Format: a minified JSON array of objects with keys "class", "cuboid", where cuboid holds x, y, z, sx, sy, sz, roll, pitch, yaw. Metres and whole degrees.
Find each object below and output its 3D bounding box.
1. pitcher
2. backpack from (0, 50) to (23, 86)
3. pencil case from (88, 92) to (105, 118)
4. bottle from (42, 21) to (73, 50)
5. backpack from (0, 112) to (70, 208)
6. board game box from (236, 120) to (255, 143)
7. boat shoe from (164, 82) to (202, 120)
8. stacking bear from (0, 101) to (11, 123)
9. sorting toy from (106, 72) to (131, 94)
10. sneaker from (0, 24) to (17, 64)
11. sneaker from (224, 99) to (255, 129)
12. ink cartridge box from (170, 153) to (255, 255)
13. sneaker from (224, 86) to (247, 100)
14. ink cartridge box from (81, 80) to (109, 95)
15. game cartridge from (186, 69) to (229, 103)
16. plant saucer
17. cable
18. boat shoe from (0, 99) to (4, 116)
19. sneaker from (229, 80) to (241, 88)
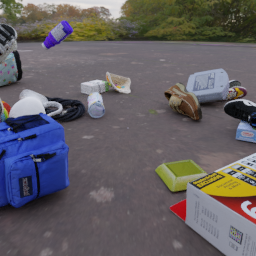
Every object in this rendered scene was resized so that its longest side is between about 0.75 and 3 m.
[{"class":"pitcher","cuboid":[-3.246,-0.531,9.980,1.645,1.162,1.917,8,32,-11]},{"class":"backpack","cuboid":[-7.572,-3.423,16.146,1.744,2.299,2.756,21,35,33]},{"class":"pencil case","cuboid":[-1.360,-0.989,11.798,0.675,0.737,1.625,-2,21,-8]},{"class":"bottle","cuboid":[-3.299,-4.231,12.953,1.576,0.658,0.515,-36,3,16]},{"class":"backpack","cuboid":[-2.463,0.738,6.059,2.170,1.763,1.821,-14,25,-34]},{"class":"board game box","cuboid":[5.004,-0.060,9.815,1.942,0.470,2.568,11,25,25]},{"class":"boat shoe","cuboid":[2.249,-1.024,11.747,0.998,1.022,2.702,-21,28,0]},{"class":"stacking bear","cuboid":[-4.725,-0.398,9.741,1.338,1.253,2.203,-5,11,0]},{"class":"sorting toy","cuboid":[-0.459,-2.280,15.113,1.427,0.762,1.285,10,31,-33]},{"class":"sneaker","cuboid":[-3.821,-1.850,7.503,2.119,0.796,0.859,-43,-1,-18]},{"class":"sneaker","cuboid":[3.961,-0.462,9.275,1.867,0.682,1.045,17,26,36]},{"class":"ink cartridge box","cuboid":[2.371,1.343,5.564,2.415,1.012,2.120,-15,25,-31]},{"class":"sneaker","cuboid":[4.877,-1.615,13.646,1.757,0.658,0.792,1,29,19]},{"class":"ink cartridge box","cuboid":[-1.788,-2.196,15.105,0.903,0.521,1.241,17,28,37]},{"class":"game cartridge","cuboid":[3.871,-2.053,13.621,1.977,0.616,2.968,-2,31,21]},{"class":"plant saucer","cuboid":[1.402,1.120,7.051,1.139,0.273,1.141,-6,20,-14]},{"class":"cable","cuboid":[-2.964,-0.952,11.798,2.116,0.659,2.594,-8,23,-20]},{"class":"boat shoe","cuboid":[-3.151,-0.840,6.091,0.477,1.313,0.412,-28,-5,5]},{"class":"sneaker","cuboid":[4.978,-2.298,15.099,1.942,0.738,1.403,-9,22,-27]}]
